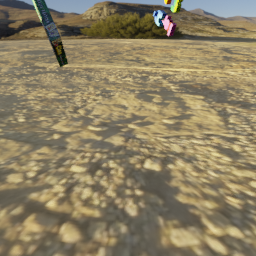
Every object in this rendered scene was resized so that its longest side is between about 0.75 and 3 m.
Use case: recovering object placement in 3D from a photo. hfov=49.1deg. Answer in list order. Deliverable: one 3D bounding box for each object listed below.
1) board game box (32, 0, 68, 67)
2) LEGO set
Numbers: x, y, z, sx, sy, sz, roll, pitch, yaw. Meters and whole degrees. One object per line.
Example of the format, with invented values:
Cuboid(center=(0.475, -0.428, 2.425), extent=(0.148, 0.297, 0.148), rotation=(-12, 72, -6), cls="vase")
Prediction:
Cuboid(center=(-1.990, -2.712, 6.531), extent=(0.275, 2.342, 1.227), rotation=(-23, -11, -7), cls="board game box")
Cuboid(center=(1.308, -4.288, 9.400), extent=(0.815, 2.137, 0.877), rotation=(-9, 50, -25), cls="LEGO set")
